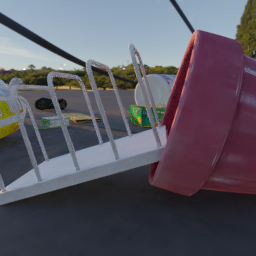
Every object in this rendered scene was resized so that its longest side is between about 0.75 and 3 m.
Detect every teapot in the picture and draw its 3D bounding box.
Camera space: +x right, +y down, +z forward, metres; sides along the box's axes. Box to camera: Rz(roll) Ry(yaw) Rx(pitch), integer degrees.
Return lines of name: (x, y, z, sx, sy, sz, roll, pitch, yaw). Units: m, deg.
teapot: (-4.610, -0.955, 8.991, 2.248, 1.642, 2.219, -5, 10, -24)

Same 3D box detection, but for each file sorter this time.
file sorter: (-0.601, -0.089, 3.497, 1.954, 1.217, 1.356, -17, 6, 9)

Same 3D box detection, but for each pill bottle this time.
pill bottle: (-3.080, -0.284, 6.222, 1.144, 1.144, 2.095, 1, 11, 4)
pill bottle: (1.746, -1.448, 12.008, 1.634, 1.634, 2.882, 7, 11, 37)

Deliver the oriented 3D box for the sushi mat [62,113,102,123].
sushi mat: (-1.820, -0.394, 10.237, 1.006, 0.127, 2.102, -5, 11, -30)

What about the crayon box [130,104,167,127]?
crayon box: (1.185, -0.432, 9.013, 2.013, 0.587, 1.196, -3, 10, -17)

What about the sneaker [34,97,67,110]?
sneaker: (-3.597, -1.156, 13.363, 0.927, 0.618, 1.618, 0, 1, 43)

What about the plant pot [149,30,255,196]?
plant pot: (1.297, -0.007, 3.321, 1.681, 1.878, 1.878, 16, 10, 2)

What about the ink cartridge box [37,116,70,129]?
ink cartridge box: (-2.281, -0.171, 8.415, 0.957, 0.284, 0.497, -9, 13, -42)
